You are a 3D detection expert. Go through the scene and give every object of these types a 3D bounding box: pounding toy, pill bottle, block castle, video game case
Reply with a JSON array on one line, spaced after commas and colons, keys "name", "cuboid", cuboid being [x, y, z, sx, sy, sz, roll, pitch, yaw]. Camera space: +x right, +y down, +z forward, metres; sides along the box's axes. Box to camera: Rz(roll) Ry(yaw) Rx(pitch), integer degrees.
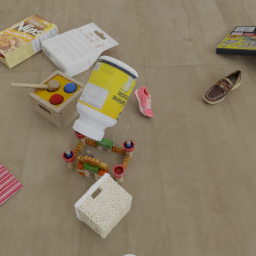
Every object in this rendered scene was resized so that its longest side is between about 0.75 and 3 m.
[{"name": "pounding toy", "cuboid": [-2.662, -1.169, 9.875, 1.898, 1.349, 1.747, 31, 59, 21]}, {"name": "pill bottle", "cuboid": [-0.711, -0.826, 8.142, 1.262, 1.262, 2.253, 26, 91, 18]}, {"name": "block castle", "cuboid": [-0.900, 0.798, 8.688, 1.995, 0.936, 1.333, 15, 56, 11]}, {"name": "video game case", "cuboid": [5.277, -3.720, 11.908, 2.306, 0.294, 2.084, 18, 52, 39]}]

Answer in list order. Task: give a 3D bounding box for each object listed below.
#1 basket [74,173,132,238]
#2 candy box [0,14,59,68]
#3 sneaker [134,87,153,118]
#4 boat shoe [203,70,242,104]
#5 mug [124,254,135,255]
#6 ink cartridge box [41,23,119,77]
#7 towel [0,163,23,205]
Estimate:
[{"name": "basket", "cuboid": [-0.641, 2.135, 7.558, 0.999, 1.242, 1.231, 38, 62, 18]}, {"name": "candy box", "cuboid": [-4.541, -3.852, 12.212, 1.555, 0.745, 2.694, 35, 62, 24]}, {"name": "sneaker", "cuboid": [0.630, -0.940, 9.999, 0.440, 0.518, 1.194, -7, 69, -47]}, {"name": "boat shoe", "cuboid": [3.627, -1.615, 10.608, 1.929, 0.694, 0.696, -31, 59, -21]}, {"name": "mug", "cuboid": [0.242, 3.793, 5.741, 1.686, 2.002, 2.284, -3, 46, -23]}, {"name": "ink cartridge box", "cuboid": [-2.037, -3.424, 12.043, 2.620, 0.656, 2.109, -30, 59, -25]}, {"name": "towel", "cuboid": [-4.039, 1.685, 8.523, 1.416, 0.159, 1.024, 36, 59, 21]}]
